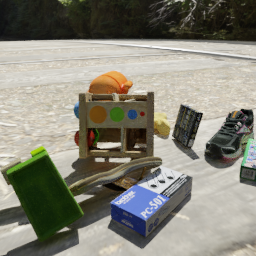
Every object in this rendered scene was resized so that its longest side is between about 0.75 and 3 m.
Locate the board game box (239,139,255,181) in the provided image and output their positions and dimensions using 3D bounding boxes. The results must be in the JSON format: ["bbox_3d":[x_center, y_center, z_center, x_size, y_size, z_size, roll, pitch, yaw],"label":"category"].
[{"bbox_3d":[4.349,1.000,7.104,2.653,0.386,1.785,11,24,25],"label":"board game box"}]

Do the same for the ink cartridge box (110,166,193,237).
[{"bbox_3d":[0.564,1.455,5.947,0.875,0.411,1.861,16,27,36],"label":"ink cartridge box"}]

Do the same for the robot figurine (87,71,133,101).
[{"bbox_3d":[-0.848,-1.686,12.368,1.821,1.476,2.532,26,25,7],"label":"robot figurine"}]

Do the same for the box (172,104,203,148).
[{"bbox_3d":[1.818,-0.081,8.717,0.281,1.142,0.921,4,18,-27],"label":"box"}]

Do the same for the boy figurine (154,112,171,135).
[{"bbox_3d":[0.990,-0.275,10.001,1.029,0.533,1.655,-28,34,-23],"label":"boy figurine"}]

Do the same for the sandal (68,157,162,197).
[{"bbox_3d":[-0.197,1.180,6.234,2.295,0.620,0.922,-15,-11,-33],"label":"sandal"}]

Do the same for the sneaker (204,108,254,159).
[{"bbox_3d":[3.130,0.039,8.528,1.031,1.108,2.567,14,26,34],"label":"sneaker"}]

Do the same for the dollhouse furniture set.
[{"bbox_3d":[-2.509,1.606,5.367,2.716,1.363,1.779,-28,10,-19],"label":"dollhouse furniture set"}]

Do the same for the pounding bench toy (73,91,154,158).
[{"bbox_3d":[-0.319,-0.124,8.070,2.077,1.654,2.663,1,3,4],"label":"pounding bench toy"}]
